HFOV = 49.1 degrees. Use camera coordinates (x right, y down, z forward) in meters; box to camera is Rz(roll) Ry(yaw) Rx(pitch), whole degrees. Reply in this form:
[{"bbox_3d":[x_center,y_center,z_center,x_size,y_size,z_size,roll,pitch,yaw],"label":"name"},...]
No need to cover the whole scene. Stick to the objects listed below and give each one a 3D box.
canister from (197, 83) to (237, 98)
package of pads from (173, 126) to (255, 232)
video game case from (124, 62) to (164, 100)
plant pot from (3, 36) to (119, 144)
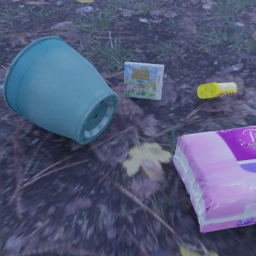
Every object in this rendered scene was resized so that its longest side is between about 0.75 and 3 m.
[{"bbox_3d":[2.376,-1.004,7.423,0.852,0.369,0.633,-8,4,-32],"label":"canister"},{"bbox_3d":[2.418,0.791,5.191,2.852,1.079,1.719,-7,42,-6],"label":"package of pads"},{"bbox_3d":[0.409,-1.262,7.573,1.050,0.956,0.116,7,28,9],"label":"video game case"},{"bbox_3d":[-1.363,-0.695,6.468,1.937,2.062,2.062,36,54,16],"label":"plant pot"}]
